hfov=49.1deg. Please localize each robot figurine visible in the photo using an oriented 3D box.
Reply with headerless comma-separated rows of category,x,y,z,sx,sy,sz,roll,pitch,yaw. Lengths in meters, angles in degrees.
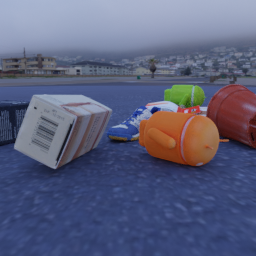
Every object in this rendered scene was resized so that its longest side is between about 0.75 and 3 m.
robot figurine,1.103,0.213,6.062,1.898,1.107,1.365,9,-28,40
robot figurine,3.231,-1.749,15.768,2.294,1.327,2.013,4,11,19

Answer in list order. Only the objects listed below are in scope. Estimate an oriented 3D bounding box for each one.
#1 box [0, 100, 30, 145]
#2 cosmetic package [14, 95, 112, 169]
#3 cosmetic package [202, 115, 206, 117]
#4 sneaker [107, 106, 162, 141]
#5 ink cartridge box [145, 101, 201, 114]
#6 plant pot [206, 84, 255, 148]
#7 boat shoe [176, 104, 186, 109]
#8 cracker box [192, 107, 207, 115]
box,-3.858,-0.176,8.015,1.548,1.091,2.092,7,13,33
cosmetic package,-1.279,-0.041,6.227,1.002,1.187,2.297,25,13,9
cosmetic package,2.721,-0.132,8.877,1.169,0.604,0.510,0,10,29
sneaker,0.229,-0.185,8.503,2.167,0.955,0.816,-12,17,-43
ink cartridge box,1.863,-0.863,12.005,2.334,0.585,1.893,-10,10,15
plant pot,3.260,-0.260,7.633,1.634,1.634,1.589,-3,19,-15
boat shoe,2.741,-1.005,14.345,0.420,0.377,1.135,-5,12,-24
cracker box,3.392,-0.669,12.443,0.986,0.424,1.471,1,11,7
